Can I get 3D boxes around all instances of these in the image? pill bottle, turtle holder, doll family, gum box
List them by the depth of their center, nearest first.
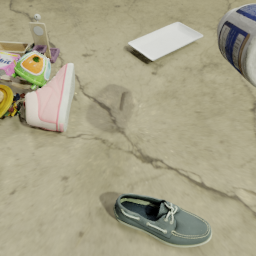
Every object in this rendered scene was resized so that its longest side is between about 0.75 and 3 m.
[{"bbox_3d":[2.183,-1.479,4.767,1.092,1.092,1.967,0,31,0],"label":"pill bottle"},{"bbox_3d":[-3.635,-0.731,8.695,0.763,0.518,1.321,-19,53,8],"label":"doll family"},{"bbox_3d":[-2.870,-1.822,8.832,1.072,1.411,1.002,34,98,17],"label":"turtle holder"},{"bbox_3d":[-4.795,-2.305,10.091,1.648,0.545,0.935,13,50,11],"label":"gum box"}]

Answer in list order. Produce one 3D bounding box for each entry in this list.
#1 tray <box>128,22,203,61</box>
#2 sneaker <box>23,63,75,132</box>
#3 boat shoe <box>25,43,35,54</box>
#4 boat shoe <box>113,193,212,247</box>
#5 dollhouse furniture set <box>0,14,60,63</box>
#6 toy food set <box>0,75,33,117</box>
[{"bbox_3d":[1.534,-3.460,11.302,2.842,0.315,1.526,-30,54,-24],"label":"tray"},{"bbox_3d":[-2.426,-1.089,8.673,1.409,1.014,2.695,4,52,-3],"label":"sneaker"},{"bbox_3d":[-3.470,-3.093,10.708,0.485,0.387,1.282,6,46,11],"label":"boat shoe"},{"bbox_3d":[0.748,1.972,6.142,2.237,0.691,0.815,13,49,12],"label":"boat shoe"},{"bbox_3d":[-3.962,-3.026,9.950,2.438,1.730,1.932,4,48,4],"label":"dollhouse furniture set"},{"bbox_3d":[-4.377,-0.857,8.185,1.626,0.902,2.763,25,65,31],"label":"toy food set"}]
